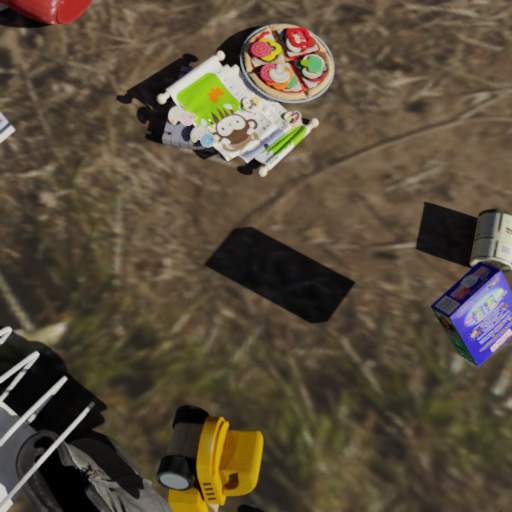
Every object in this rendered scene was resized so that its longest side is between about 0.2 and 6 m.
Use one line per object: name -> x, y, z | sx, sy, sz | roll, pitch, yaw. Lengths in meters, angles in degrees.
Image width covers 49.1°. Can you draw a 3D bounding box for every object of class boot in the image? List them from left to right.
boot -> -1.524, 3.616, 6.998 | 3.431, 2.259, 1.197 | 37, 76, 10

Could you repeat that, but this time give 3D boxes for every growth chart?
growth chart -> -0.357, -2.458, 9.765 | 2.433, 0.216, 1.761 | 38, 72, 3

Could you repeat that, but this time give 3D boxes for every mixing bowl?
mixing bowl -> -3.575, -4.865, 9.951 | 1.054, 1.946, 1.946 | 45, 78, -5

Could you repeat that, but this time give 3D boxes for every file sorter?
file sorter -> -3.262, 1.797, 6.777 | 2.097, 1.455, 1.306 | 43, 107, -2

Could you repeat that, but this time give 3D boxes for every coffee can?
coffee can -> 3.843, -0.227, 9.025 | 0.642, 0.642, 0.877 | 16, 74, 5

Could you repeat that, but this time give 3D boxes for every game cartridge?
game cartridge -> -1.021, -2.602, 9.964 | 0.987, 0.292, 1.523 | 12, 73, -1

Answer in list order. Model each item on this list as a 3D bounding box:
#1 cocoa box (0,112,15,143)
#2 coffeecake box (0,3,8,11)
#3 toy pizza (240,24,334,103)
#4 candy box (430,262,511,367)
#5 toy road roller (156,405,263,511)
cocoa box -> -4.886, -2.194, 9.592 | 0.719, 0.707, 1.078 | 42, 77, 12
coffeecake box -> -5.148, -5.369, 10.548 | 1.912, 0.699, 1.468 | -30, 73, -9
toy pizza -> 0.581, -3.537, 10.105 | 1.738, 0.275, 1.738 | 3, 69, -8
candy box -> 2.938, 0.777, 7.387 | 0.921, 0.419, 1.089 | -41, 120, -5
toy road roller -> -0.454, 2.500, 6.546 | 1.077, 1.475, 0.907 | 2, 41, 11
